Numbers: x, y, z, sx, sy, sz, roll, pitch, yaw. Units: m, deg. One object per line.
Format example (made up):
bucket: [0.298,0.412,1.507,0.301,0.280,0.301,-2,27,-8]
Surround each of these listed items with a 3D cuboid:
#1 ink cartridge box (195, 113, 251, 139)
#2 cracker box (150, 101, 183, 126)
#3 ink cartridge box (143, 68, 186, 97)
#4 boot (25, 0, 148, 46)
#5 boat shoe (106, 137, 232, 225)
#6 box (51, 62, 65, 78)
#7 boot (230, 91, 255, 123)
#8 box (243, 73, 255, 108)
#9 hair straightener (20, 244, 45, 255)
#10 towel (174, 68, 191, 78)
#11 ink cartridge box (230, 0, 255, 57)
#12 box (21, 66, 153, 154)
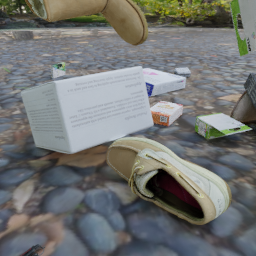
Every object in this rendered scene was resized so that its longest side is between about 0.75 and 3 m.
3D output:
ink cartridge box: [2.727,0.049,8.135,0.967,0.495,1.308,-10,27,-22]
cracker box: [1.241,-0.521,9.539,0.863,0.372,1.288,13,27,27]
ink cartridge box: [0.774,-2.167,12.980,2.745,0.595,2.695,-16,29,-35]
boot: [-0.893,-2.633,6.296,2.467,2.160,0.816,-30,-5,-44]
boat shoe: [0.530,0.938,5.489,2.794,1.034,0.927,18,24,35]
box: [-3.691,-3.062,14.833,0.169,0.671,0.929,17,29,25]
boot: [4.630,-0.538,9.071,1.949,0.936,2.666,26,44,26]
box: [4.847,-0.663,8.311,1.936,0.611,2.454,0,48,-8]
hair straightener: [-1.552,2.024,4.202,0.304,0.161,0.789,19,26,35]
towel: [2.880,-2.927,14.919,0.738,0.381,0.891,-3,26,-3]
ink cartridge box: [3.885,-3.072,7.543,0.917,1.790,2.422,-15,6,-8]
box: [-1.085,-0.501,7.259,2.420,1.590,2.433,-18,11,-35]
